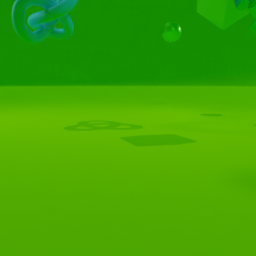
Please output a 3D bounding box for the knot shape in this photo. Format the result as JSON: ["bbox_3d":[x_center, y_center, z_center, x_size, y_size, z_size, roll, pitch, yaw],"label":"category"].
[{"bbox_3d":[-2.305,-3.049,7.732,1.869,0.923,1.998,-29,-4,-41],"label":"knot shape"}]

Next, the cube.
[{"bbox_3d":[2.583,-3.504,7.350,1.078,1.078,1.078,-34,60,-9],"label":"cube"}]

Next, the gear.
[{"bbox_3d":[2.267,-1.763,3.632,1.738,1.738,0.321,-1,-18,-7],"label":"gear"}]

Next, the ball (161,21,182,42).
[{"bbox_3d":[1.613,-3.568,10.387,0.742,0.742,0.742,0,9,0],"label":"ball"}]
